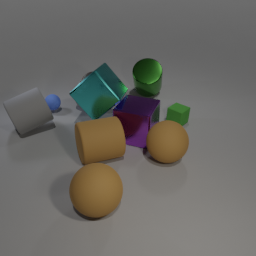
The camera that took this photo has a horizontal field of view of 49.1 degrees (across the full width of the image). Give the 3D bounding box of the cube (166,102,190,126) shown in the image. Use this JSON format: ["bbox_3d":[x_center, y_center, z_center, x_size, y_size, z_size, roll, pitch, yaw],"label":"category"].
[{"bbox_3d":[2.075,-0.542,11.624,0.700,0.700,0.700,25,38,32],"label":"cube"}]

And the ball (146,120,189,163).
[{"bbox_3d":[1.297,0.448,9.234,1.400,1.400,1.400,0,31,0],"label":"ball"}]

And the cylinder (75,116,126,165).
[{"bbox_3d":[-0.955,0.401,9.378,1.400,1.400,1.400,-10,33,-18],"label":"cylinder"}]

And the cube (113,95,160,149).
[{"bbox_3d":[0.337,-0.268,10.520,1.400,1.400,1.400,11,33,17],"label":"cube"}]

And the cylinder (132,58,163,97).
[{"bbox_3d":[0.955,-2.417,13.582,1.400,1.400,1.400,-2,71,5],"label":"cylinder"}]

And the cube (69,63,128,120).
[{"bbox_3d":[-1.071,-1.383,10.619,1.400,1.400,1.400,-36,13,24],"label":"cube"}]

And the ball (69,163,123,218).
[{"bbox_3d":[-0.830,1.620,7.361,1.400,1.400,1.400,0,31,0],"label":"ball"}]

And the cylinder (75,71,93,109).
[{"bbox_3d":[-1.602,-1.676,12.780,1.400,1.400,1.400,3,34,6],"label":"cylinder"}]

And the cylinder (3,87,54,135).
[{"bbox_3d":[-3.826,-0.658,10.840,1.400,1.400,1.400,-28,39,-15],"label":"cylinder"}]

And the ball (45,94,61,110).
[{"bbox_3d":[-3.341,-1.145,12.420,0.700,0.700,0.700,0,31,0],"label":"ball"}]
